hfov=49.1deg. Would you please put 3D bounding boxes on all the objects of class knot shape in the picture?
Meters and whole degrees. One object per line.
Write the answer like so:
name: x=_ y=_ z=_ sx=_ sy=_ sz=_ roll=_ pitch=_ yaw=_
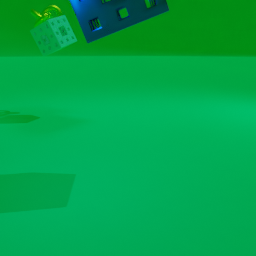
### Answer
knot shape: x=-2.936 y=-4.056 z=10.191 sx=1.105 sy=0.546 sz=1.181 roll=-15 pitch=47 yaw=-10

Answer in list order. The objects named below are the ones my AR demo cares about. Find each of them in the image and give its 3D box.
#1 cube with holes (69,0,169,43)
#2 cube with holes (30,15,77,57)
cube with holes: x=-0.222 y=-2.189 z=4.310 sx=1.243 sy=1.243 sz=1.243 roll=-19 pitch=21 yaw=8
cube with holes: x=-2.497 y=-3.108 z=9.463 sx=0.914 sy=0.914 sz=0.914 roll=-12 pitch=22 yaw=34
